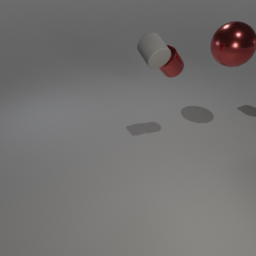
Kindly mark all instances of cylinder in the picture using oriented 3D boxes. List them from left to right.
[{"bbox_3d":[0.707,-2.105,7.646,0.700,0.700,0.700,-15,59,-23],"label":"cylinder"},{"bbox_3d":[1.198,-1.936,8.176,0.700,0.700,0.700,26,-4,35],"label":"cylinder"}]

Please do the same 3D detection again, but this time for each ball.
[{"bbox_3d":[3.349,-2.648,8.910,1.400,1.400,1.400,0,32,0],"label":"ball"}]
